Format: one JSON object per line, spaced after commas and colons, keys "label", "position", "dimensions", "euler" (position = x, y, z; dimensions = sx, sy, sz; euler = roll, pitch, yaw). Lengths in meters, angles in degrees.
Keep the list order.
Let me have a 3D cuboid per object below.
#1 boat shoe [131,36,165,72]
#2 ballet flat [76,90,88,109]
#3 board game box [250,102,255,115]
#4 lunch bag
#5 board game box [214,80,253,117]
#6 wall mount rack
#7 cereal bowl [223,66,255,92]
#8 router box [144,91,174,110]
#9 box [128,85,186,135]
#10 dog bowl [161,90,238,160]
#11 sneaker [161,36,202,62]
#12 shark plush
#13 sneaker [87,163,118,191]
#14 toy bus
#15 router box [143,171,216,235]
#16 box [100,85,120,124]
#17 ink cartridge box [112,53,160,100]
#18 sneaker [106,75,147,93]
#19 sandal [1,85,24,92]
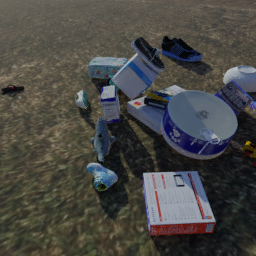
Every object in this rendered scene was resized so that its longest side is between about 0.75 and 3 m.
{"label": "boat shoe", "position": [0.953, -2.964, 11.202], "dimensions": [0.604, 1.770, 0.653], "euler": [-32, 29, 37]}
{"label": "ballet flat", "position": [-2.164, -1.254, 12.934], "dimensions": [0.550, 0.550, 1.583], "euler": [-5, 31, -8]}
{"label": "board game box", "position": [5.965, -0.812, 12.446], "dimensions": [0.701, 0.233, 1.043], "euler": [2, 35, 2]}
{"label": "lunch bag", "position": [-1.049, -3.359, 15.577], "dimensions": [2.130, 0.821, 1.709], "euler": [6, 33, 8]}
{"label": "board game box", "position": [4.348, -1.135, 11.983], "dimensions": [1.286, 0.781, 1.613], "euler": [47, 50, 10]}
{"label": "wall mount rack", "position": [2.457, 0.406, 8.812], "dimensions": [0.826, 0.354, 0.950], "euler": [-20, 30, -5]}
{"label": "cereal bowl", "position": [6.083, -2.688, 14.620], "dimensions": [2.006, 0.835, 2.006], "euler": [-1, 36, 0]}
{"label": "router box", "position": [1.371, -1.180, 11.901], "dimensions": [1.159, 0.296, 0.864], "euler": [17, 39, 23]}
{"label": "box", "position": [1.773, -0.898, 12.267], "dimensions": [2.852, 0.587, 2.223], "euler": [-22, 40, -30]}
{"label": "dog bowl", "position": [2.587, -0.178, 10.304], "dimensions": [2.604, 1.025, 2.604], "euler": [6, 48, -6]}
{"label": "sneaker", "position": [3.340, -5.027, 17.684], "dimensions": [2.900, 1.130, 1.017], "euler": [24, 41, 30]}
{"label": "shark plush", "position": [-1.047, 0.513, 9.986], "dimensions": [0.962, 0.882, 2.117], "euler": [5, 35, 7]}
{"label": "sneaker", "position": [-0.976, 1.557, 8.847], "dimensions": [1.141, 0.454, 0.745], "euler": [19, 37, 24]}
{"label": "toy bus", "position": [4.682, 0.669, 9.817], "dimensions": [1.434, 0.741, 1.353], "euler": [-3, 40, -13]}
{"label": "router box", "position": [1.373, 2.089, 8.089], "dimensions": [1.728, 0.470, 1.925], "euler": [-1, 35, -2]}
{"label": "box", "position": [-0.722, -0.998, 11.807], "dimensions": [0.633, 1.207, 1.110], "euler": [-8, 35, 4]}
{"label": "ink cartridge box", "position": [0.447, -2.345, 11.884], "dimensions": [1.250, 1.256, 1.712], "euler": [44, 51, -12]}
{"label": "sneaker", "position": [-0.273, -2.068, 13.606], "dimensions": [2.201, 0.920, 1.329], "euler": [22, 35, 40]}
{"label": "sandal", "position": [-5.857, -2.055, 14.211], "dimensions": [1.104, 0.249, 0.415], "euler": [-10, 36, -14]}
